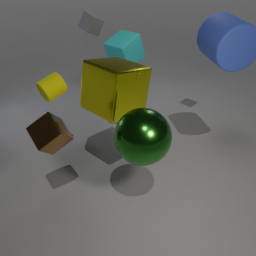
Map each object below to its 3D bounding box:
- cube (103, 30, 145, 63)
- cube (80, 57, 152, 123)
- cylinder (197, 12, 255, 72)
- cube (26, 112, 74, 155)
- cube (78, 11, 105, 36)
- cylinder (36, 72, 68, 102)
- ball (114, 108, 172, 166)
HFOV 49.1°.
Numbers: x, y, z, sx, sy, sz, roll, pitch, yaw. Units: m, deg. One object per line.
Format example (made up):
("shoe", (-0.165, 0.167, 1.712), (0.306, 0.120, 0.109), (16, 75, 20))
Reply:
("cube", (-0.172, -4.055, 14.608), (1.400, 1.400, 1.400), (26, 61, 37))
("cube", (-0.367, -1.146, 7.993), (1.400, 1.400, 1.400), (27, 31, 35))
("cylinder", (3.000, -2.600, 8.430), (1.400, 1.400, 1.400), (-6, 36, -11))
("cube", (-1.908, 0.141, 6.889), (0.700, 0.700, 0.700), (-37, 71, 4))
("cube", (-1.575, -4.492, 12.053), (0.700, 0.700, 0.700), (39, 24, 25))
("cylinder", (-2.371, -1.271, 8.727), (0.700, 0.700, 0.700), (-39, 45, -22))
("ball", (0.358, 0.210, 6.764), (1.400, 1.400, 1.400), (0, 30, 0))
